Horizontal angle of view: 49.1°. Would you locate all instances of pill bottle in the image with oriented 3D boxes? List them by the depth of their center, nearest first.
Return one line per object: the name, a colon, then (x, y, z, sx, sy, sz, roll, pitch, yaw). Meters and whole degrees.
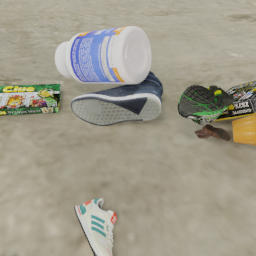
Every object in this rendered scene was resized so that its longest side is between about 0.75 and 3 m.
pill bottle: (-0.821, -2.046, 8.152, 2.721, 1.525, 1.525, 8, 35, 35)

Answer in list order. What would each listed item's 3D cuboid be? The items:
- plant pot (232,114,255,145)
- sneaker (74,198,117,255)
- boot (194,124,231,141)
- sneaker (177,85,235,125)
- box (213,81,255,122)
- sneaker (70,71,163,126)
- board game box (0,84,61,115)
plant pot: (3.051, 0.060, 7.012, 0.797, 0.871, 0.871, -4, 35, 21)
sneaker: (-0.470, 1.894, 5.266, 0.697, 0.525, 1.492, -25, 39, -16)
boot: (2.193, 0.194, 7.356, 0.752, 0.807, 0.259, 30, 72, 2)
sneaker: (1.868, -0.425, 6.878, 0.909, 0.992, 2.330, 44, 30, 25)
box: (3.396, -0.869, 8.330, 2.007, 0.495, 1.603, -33, 14, -35)
sneaker: (-0.239, -1.009, 8.623, 2.705, 1.028, 1.955, 0, 37, 13)
board game box: (-3.572, -0.941, 9.145, 2.648, 0.311, 1.387, -4, 39, -6)
